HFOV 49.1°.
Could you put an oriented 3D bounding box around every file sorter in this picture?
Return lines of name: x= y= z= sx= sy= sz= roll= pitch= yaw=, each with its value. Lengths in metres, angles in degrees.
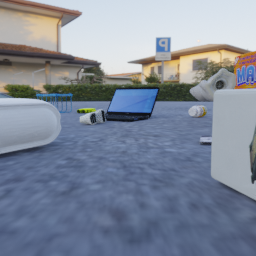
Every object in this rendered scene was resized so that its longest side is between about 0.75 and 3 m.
file sorter: x=-3.963 y=-1.339 z=15.101 sx=1.634 sy=1.002 sz=1.133 roll=6 pitch=8 yaw=37

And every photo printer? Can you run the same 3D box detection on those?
photo printer: x=-2.426 y=-0.052 z=4.420 sx=1.983 sy=0.828 sz=2.384 roll=4 pitch=8 yaw=31

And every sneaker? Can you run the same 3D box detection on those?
sneaker: x=-1.088 y=-0.341 z=8.964 sx=0.497 sy=0.461 sz=1.227 roll=-6 pitch=3 yaw=24

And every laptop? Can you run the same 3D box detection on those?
laptop: x=-0.221 y=-0.988 z=10.893 sx=2.154 sy=1.255 sz=2.431 roll=3 pitch=7 yaw=31

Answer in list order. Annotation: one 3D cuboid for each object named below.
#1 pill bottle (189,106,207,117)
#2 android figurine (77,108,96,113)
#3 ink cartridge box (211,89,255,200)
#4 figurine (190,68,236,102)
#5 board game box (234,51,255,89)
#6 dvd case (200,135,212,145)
pill bottle: x=2.892 y=-0.688 z=11.660 sx=0.472 sy=0.472 sz=0.850 roll=6 pitch=9 yaw=43
android figurine: x=-2.141 y=-0.893 z=14.592 sx=1.016 sy=0.229 sz=1.116 roll=2 pitch=8 yaw=23
ink cartridge box: x=1.889 y=0.176 z=1.965 sx=1.633 sy=0.928 sz=2.241 roll=-2 pitch=7 yaw=-15
figurine: x=3.038 y=-0.846 z=8.695 sx=2.192 sy=0.944 sz=2.139 roll=30 pitch=-2 yaw=-1
board game box: x=5.719 y=-1.583 z=10.484 sx=2.502 sy=2.503 sz=2.504 roll=-2 pitch=7 yaw=-5
dvd case: x=1.730 y=0.231 z=5.353 sx=0.670 sy=0.072 sz=0.901 roll=2 pitch=7 yaw=16
